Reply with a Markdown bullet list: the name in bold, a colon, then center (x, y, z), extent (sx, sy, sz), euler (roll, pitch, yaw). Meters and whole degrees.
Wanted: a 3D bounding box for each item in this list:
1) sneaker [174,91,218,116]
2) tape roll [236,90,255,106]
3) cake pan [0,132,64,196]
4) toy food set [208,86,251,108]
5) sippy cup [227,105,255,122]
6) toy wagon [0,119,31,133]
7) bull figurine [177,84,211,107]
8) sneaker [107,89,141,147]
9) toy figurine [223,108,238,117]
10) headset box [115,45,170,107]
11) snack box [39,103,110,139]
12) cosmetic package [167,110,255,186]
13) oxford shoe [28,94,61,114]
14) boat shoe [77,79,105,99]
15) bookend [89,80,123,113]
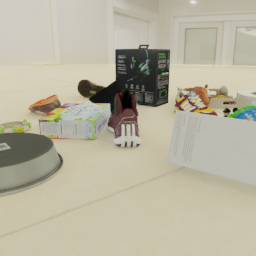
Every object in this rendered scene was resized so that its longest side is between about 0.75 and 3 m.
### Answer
- **sneaker**: center (2.734, -0.933, 11.584), extent (0.886, 1.065, 2.364), euler (-10, 19, -30)
- **tape roll**: center (7.213, -1.566, 14.754), extent (2.781, 0.508, 2.781), euler (-1, 16, 0)
- **cake pan**: center (-3.115, 0.730, 6.825), extent (2.996, 0.549, 2.996), euler (0, 16, 0)
- **toy food set**: center (4.734, -1.667, 14.497), extent (2.004, 0.844, 2.793), euler (-1, 16, -3)
- **sippy cup**: center (3.552, 0.184, 7.688), extent (1.671, 1.312, 1.224), euler (-12, 29, -3)
- **toy wagon**: center (-3.992, -0.014, 9.882), extent (1.058, 0.270, 1.364), euler (-12, 21, -34)
- **bull figurine**: center (3.290, -1.534, 13.820), extent (1.681, 0.901, 2.768), euler (-1, 19, 12)
- **sneaker**: center (-0.086, -0.543, 9.241), extent (1.065, 1.627, 2.816), euler (-3, 17, -10)
- **toy figurine**: center (4.063, -0.369, 10.277), extent (1.023, 0.723, 1.039), euler (-13, 20, -38)
- **headset box**: center (0.721, -2.792, 14.557), extent (2.591, 2.975, 1.380), euler (11, 19, 34)
- **snack box**: center (-1.780, -0.330, 10.143), extent (1.893, 0.705, 2.662), euler (2, 17, 6)
- **cosmetic package**: center (2.238, 0.419, 6.242), extent (2.440, 1.313, 1.035), euler (13, 5, 33)
- **oxford shoe**: center (-3.641, -0.850, 12.173), extent (2.091, 0.762, 0.746), euler (-8, 24, 45)
- **boat shoe**: center (-1.785, -2.063, 16.005), extent (1.101, 1.036, 2.891), euler (4, 17, -44)
- **bookend**: center (-0.744, -0.979, 11.938), extent (1.492, 0.691, 1.501), euler (-32, 53, 12)
